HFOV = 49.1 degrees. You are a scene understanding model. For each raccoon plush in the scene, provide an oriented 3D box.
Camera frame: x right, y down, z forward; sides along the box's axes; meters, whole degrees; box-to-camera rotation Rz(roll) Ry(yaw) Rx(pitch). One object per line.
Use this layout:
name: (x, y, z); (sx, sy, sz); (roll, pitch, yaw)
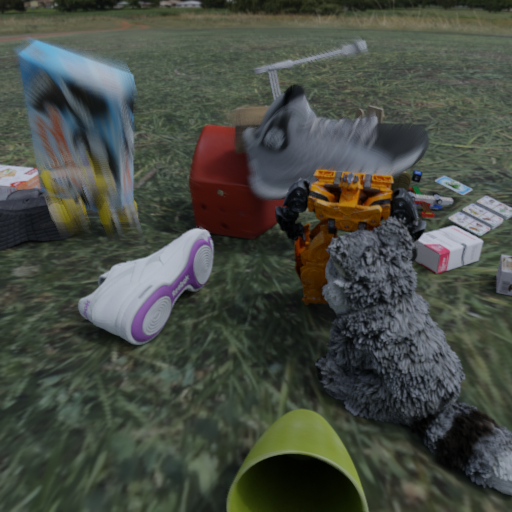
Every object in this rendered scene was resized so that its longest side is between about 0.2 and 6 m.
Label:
raccoon plush: (2.249, 0.994, 7.262); (3.540, 2.372, 1.713); (23, 36, 36)

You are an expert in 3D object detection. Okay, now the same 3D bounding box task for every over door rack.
over door rack: (1.433, -3.853, 13.669); (2.730, 2.017, 0.909); (-16, 17, -8)

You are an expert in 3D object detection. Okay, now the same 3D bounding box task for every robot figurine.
robot figurine: (1.445, -0.209, 8.828); (2.191, 3.023, 0.880); (8, 51, 13)

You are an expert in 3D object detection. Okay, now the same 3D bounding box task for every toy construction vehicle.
toy construction vehicle: (-2.132, -0.782, 7.302); (1.148, 1.000, 0.404); (-1, 63, -7)

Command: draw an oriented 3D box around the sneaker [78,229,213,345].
sneaker: (-1.821, 0.276, 9.867); (1.541, 1.158, 3.094); (12, 31, 21)

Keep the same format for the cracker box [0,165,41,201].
cracker box: (-6.570, -1.859, 14.410); (1.924, 0.555, 1.289); (7, 29, 11)

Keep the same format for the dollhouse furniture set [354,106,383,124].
dollhouse furniture set: (4.019, -4.322, 18.105); (1.655, 1.349, 1.574); (-18, 33, -29)

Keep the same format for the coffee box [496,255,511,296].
coffee box: (5.112, 0.435, 10.254); (1.263, 0.503, 0.722); (10, 30, 18)

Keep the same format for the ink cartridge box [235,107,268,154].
ink cartridge box: (0.195, -2.544, 11.321); (1.216, 1.002, 0.457); (-4, 69, -7)

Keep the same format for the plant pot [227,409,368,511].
plant pot: (0.484, 2.351, 6.120); (1.377, 1.377, 1.472); (4, 13, 7)

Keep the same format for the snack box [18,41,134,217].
snack box: (-3.447, -2.314, 11.103); (1.953, 3.362, 0.624); (20, 50, 4)

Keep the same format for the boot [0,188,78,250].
boot: (-5.500, -0.917, 12.455); (2.939, 1.026, 1.935); (-1, 24, -24)

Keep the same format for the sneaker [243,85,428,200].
sneaker: (1.357, -2.281, 10.278); (3.409, 1.969, 1.279); (-14, 37, 12)

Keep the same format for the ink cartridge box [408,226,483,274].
ink cartridge box: (3.822, -0.141, 11.322); (1.166, 0.492, 0.844); (-14, 32, -24)

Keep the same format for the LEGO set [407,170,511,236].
LEGO set: (4.594, -1.226, 13.540); (1.958, 0.643, 2.620); (-25, 49, -39)

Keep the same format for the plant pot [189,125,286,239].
plant pot: (-0.452, -1.507, 12.502); (2.051, 2.053, 1.809); (9, 42, 16)

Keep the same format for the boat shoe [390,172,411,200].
boat shoe: (2.738, -1.735, 13.894); (2.369, 0.846, 0.779); (-18, 38, -21)
